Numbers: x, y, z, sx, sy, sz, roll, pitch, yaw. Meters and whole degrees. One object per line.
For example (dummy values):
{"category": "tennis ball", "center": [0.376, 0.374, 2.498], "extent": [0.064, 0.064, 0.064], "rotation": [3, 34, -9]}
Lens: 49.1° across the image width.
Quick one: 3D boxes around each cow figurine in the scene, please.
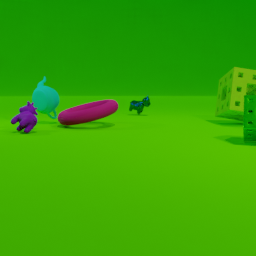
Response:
{"category": "cow figurine", "center": [0.529, -1.086, 12.556], "extent": [0.946, 0.931, 0.519], "rotation": [21, 30, 16]}
{"category": "cow figurine", "center": [-2.567, -0.297, 7.225], "extent": [0.879, 0.483, 0.865], "rotation": [10, 49, 40]}

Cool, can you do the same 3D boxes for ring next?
{"category": "ring", "center": [-1.211, -0.493, 8.542], "extent": [1.885, 0.377, 1.885], "rotation": [-12, 13, 3]}

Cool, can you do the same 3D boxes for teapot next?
{"category": "teapot", "center": [-2.643, -0.976, 9.133], "extent": [0.907, 1.459, 0.715], "rotation": [-16, 4, 31]}

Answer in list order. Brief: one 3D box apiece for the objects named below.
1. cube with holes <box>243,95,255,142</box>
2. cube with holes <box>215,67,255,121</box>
{"category": "cube with holes", "center": [2.659, -0.177, 5.507], "extent": [0.708, 0.708, 0.708], "rotation": [1, -22, 23]}
{"category": "cube with holes", "center": [3.670, -0.990, 8.842], "extent": [1.302, 1.302, 1.302], "rotation": [9, -7, 0]}
